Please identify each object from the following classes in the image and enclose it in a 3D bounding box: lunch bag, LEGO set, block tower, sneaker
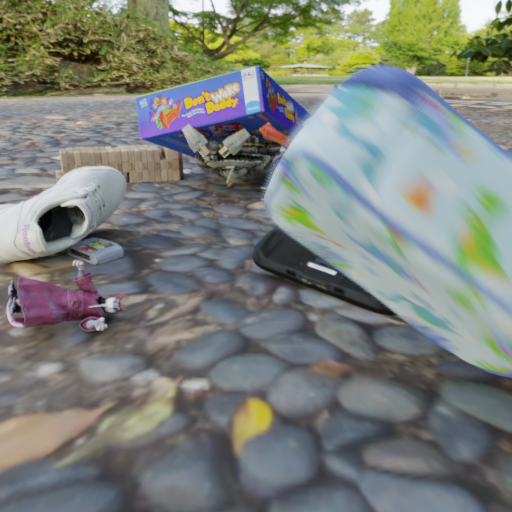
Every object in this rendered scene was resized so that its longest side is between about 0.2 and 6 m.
[{"bbox_3d":[1.570,-0.171,5.283,3.066,1.264,2.465,37,-11,2],"label":"lunch bag"},{"bbox_3d":[0.032,-2.172,13.508,4.389,1.244,2.850,1,0,-30],"label":"LEGO set"},{"bbox_3d":[-3.526,-2.381,14.569,3.238,0.936,0.875,-8,21,-18],"label":"block tower"},{"bbox_3d":[-3.015,-0.699,9.481,1.556,1.169,3.123,-1,26,28],"label":"sneaker"}]

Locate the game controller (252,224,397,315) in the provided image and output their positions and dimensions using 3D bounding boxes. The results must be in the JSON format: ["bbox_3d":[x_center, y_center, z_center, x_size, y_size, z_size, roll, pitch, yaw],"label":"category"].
[{"bbox_3d":[1.220,0.020,8.132,2.652,0.559,1.384,20,57,36],"label":"game controller"}]

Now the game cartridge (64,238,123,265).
[{"bbox_3d":[-2.675,-0.095,9.338,0.938,0.192,0.624,16,23,37],"label":"game cartridge"}]

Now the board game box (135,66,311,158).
[{"bbox_3d":[-0.532,-3.264,14.003,2.974,0.990,4.423,-8,-2,19],"label":"board game box"}]

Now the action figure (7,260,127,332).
[{"bbox_3d":[-2.279,0.665,6.851,1.382,1.029,0.926,6,55,-28],"label":"action figure"}]

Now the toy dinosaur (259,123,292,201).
[{"bbox_3d":[1.125,-1.995,11.337,2.551,2.315,1.340,-27,53,6],"label":"toy dinosaur"}]
